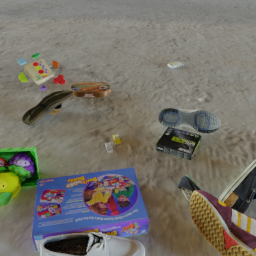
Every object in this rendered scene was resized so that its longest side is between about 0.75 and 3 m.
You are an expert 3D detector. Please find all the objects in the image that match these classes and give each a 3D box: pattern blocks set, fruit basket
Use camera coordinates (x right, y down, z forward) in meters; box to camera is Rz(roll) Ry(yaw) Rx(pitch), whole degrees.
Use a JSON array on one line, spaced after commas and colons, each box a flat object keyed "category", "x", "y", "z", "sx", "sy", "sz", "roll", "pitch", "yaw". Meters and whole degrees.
[{"category": "pattern blocks set", "x": -2.835, "y": -1.807, "z": 9.010, "sx": 1.352, "sy": 0.125, "sz": 1.538, "roll": -21, "pitch": 64, "yaw": -20}, {"category": "fruit basket", "x": -3.710, "y": 1.402, "z": 8.561, "sx": 1.993, "sy": 1.437, "sz": 1.993, "roll": -1, "pitch": 17, "yaw": 0}]

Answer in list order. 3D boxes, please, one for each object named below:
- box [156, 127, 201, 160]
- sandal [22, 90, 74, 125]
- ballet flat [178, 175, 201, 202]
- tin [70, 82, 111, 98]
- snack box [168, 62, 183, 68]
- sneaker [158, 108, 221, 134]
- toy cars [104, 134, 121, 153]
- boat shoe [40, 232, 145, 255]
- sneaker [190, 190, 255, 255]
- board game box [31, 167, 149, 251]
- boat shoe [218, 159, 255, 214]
[{"category": "box", "x": 1.921, "y": 0.549, "z": 10.547, "sx": 1.380, "sy": 0.328, "sz": 1.332, "roll": 16, "pitch": 35, "yaw": 23}, {"category": "sandal", "x": -3.439, "y": -0.849, "z": 12.352, "sx": 1.047, "sy": 0.700, "sz": 2.563, "roll": 19, "pitch": 53, "yaw": 36}, {"category": "ballet flat", "x": 2.105, "y": 2.077, "z": 8.222, "sx": 0.601, "sy": 0.601, "sz": 1.644, "roll": -25, "pitch": 48, "yaw": -31}, {"category": "tin", "x": -1.874, "y": -1.940, "z": 14.110, "sx": 2.015, "sy": 0.422, "sz": 1.128, "roll": 2, "pitch": 39, "yaw": 3}, {"category": "snack box", "x": 2.897, "y": -3.840, "z": 17.045, "sx": 0.828, "sy": 0.154, "sz": 0.481, "roll": -13, "pitch": 37, "yaw": -19}, {"category": "sneaker", "x": 2.494, "y": -0.423, "z": 11.456, "sx": 2.561, "sy": 0.954, "sz": 1.115, "roll": 12, "pitch": 11, "yaw": 0}, {"category": "toy cars", "x": -0.580, "y": 0.523, "z": 10.648, "sx": 0.510, "sy": 0.252, "sz": 1.137, "roll": 15, "pitch": 38, "yaw": 21}, {"category": "boat shoe", "x": -0.837, "y": 2.883, "z": 6.695, "sx": 2.500, "sy": 0.856, "sz": 0.900, "roll": 2, "pitch": 35, "yaw": 3}, {"category": "sneaker", "x": 2.795, "y": 2.605, "z": 7.106, "sx": 1.270, "sy": 1.057, "sz": 2.820, "roll": -11, "pitch": 42, "yaw": -30}, {"category": "board game box", "x": -1.072, "y": 2.172, "z": 7.894, "sx": 2.926, "sy": 0.655, "sz": 1.967, "roll": -6, "pitch": 35, "yaw": -8}, {"category": "boat shoe", "x": 3.710, "y": 1.668, "z": 8.377, "sx": 2.647, "sy": 0.988, "sz": 0.824, "roll": -26, "pitch": 54, "yaw": -39}]
